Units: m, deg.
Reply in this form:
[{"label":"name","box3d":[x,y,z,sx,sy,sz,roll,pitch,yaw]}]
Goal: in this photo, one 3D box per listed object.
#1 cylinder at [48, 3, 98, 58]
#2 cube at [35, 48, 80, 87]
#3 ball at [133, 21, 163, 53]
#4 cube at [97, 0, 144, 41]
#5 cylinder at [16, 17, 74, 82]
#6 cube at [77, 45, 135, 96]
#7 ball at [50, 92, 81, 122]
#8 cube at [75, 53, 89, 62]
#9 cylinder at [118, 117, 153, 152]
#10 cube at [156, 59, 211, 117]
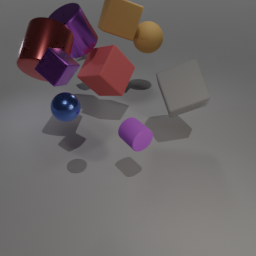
[{"label":"cylinder","box3d":[-2.024,-3.530,10.219,1.400,1.400,1.400,-14,51,18]},{"label":"cube","box3d":[-1.829,-1.584,7.302,0.700,0.700,0.700,41,20,3]},{"label":"ball","box3d":[0.907,-4.144,12.835,1.400,1.400,1.400,0,32,0]},{"label":"cube","box3d":[-0.362,-4.658,11.820,1.400,1.400,1.400,12,21,-19]},{"label":"cylinder","box3d":[-2.460,-2.315,8.444,1.400,1.400,1.400,7,73,11]},{"label":"cube","box3d":[-0.844,-2.205,11.002,1.400,1.400,1.400,6,66,43]},{"label":"ball","box3d":[-1.468,-0.492,6.610,0.700,0.700,0.700,0,32,0]},{"label":"cube","box3d":[-2.146,-3.662,13.239,0.700,0.700,0.700,-27,5,-34]},{"label":"cylinder","box3d":[0.202,0.172,7.668,0.700,0.700,0.700,-21,43,-30]},{"label":"cube","box3d":[1.879,-1.315,9.693,1.400,1.400,1.400,-19,-8,7]}]
